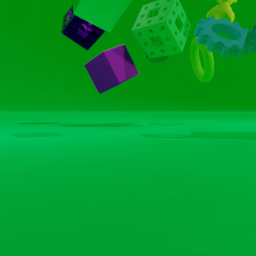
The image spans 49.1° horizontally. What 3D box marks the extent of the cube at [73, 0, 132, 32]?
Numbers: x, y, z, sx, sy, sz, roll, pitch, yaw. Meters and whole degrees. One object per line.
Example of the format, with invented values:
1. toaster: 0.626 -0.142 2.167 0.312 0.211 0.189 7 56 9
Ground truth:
1. cube: -0.555 -2.683 5.710 0.859 0.859 0.859 18 -48 -32

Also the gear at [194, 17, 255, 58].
1. gear: 1.897 -1.810 5.531 1.131 0.209 1.131 6 48 -7

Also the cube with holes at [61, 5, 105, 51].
1. cube with holes: -1.676 -4.045 10.778 1.216 1.216 1.216 28 -51 -34

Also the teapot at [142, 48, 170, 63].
1. teapot: 1.175 -2.953 10.795 1.478 0.724 0.919 -3 -10 -31

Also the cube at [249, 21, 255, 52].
1. cube: 3.443 -2.270 5.662 1.370 1.370 1.370 27 -12 11

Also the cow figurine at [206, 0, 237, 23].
1. cow figurine: 3.284 -4.008 9.439 1.225 1.245 0.683 -41 -44 23

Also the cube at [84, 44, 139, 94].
1. cube: -0.547 -1.983 9.488 1.121 1.121 1.121 -19 12 47

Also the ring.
1. ring: 2.819 -2.621 10.753 0.348 1.742 1.742 -15 5 -3

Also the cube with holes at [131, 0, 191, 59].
1. cube with holes: 1.162 -3.387 9.525 1.303 1.303 1.303 -1 -34 38
